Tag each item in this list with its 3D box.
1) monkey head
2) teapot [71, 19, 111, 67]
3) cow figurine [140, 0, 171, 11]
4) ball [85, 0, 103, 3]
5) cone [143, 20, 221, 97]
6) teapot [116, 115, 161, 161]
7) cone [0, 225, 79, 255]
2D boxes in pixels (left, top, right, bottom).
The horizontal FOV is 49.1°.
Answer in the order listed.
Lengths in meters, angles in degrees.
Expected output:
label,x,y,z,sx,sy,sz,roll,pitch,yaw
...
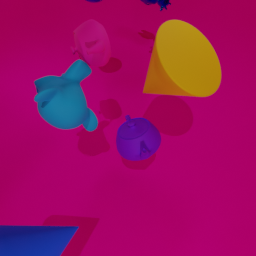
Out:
label,x,y,z,sx,sy,sz,roll,pitch,yaw
monkey head,-1.032,-0.566,5.006,1.179,1.639,0.988,-40,59,8
teapot,-0.734,-1.563,5.333,0.698,0.886,1.426,-21,27,-13
cow figurine,0.945,-4.550,9.878,1.079,1.097,0.602,37,87,-16
ball,-0.831,-3.493,6.703,0.912,0.912,0.912,0,47,0
cone,0.799,-1.119,6.101,1.668,1.674,1.668,12,65,-29
teapot,0.198,0.208,6.023,1.011,0.796,1.626,-23,36,-1
cone,-1.198,1.630,3.793,1.261,1.256,1.256,-18,47,-40
